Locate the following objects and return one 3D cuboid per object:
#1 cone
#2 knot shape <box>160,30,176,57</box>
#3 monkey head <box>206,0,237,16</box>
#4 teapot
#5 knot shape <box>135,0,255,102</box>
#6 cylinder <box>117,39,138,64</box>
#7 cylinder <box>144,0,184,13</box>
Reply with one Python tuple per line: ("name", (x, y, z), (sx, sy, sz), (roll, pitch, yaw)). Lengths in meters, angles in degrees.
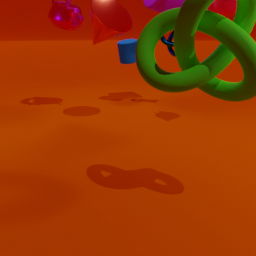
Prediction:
("cone", (-0.800, -3.054, 8.749), (1.381, 1.381, 1.387), (-16, -16, -39))
("knot shape", (1.758, -3.200, 10.356), (1.202, 1.124, 0.555), (7, 31, 13))
("monkey head", (2.711, -3.552, 7.454), (0.849, 1.014, 1.409), (-19, 6, -21))
("teapot", (-2.176, -4.005, 9.748), (1.948, 0.954, 1.211), (36, 35, 30))
("knot shape", (1.134, -1.264, 3.867), (1.888, 1.767, 0.873), (21, 33, 0))
("cylinder", (0.023, -3.019, 11.042), (0.802, 0.802, 0.802), (-7, 28, 4))
("cylinder", (1.400, -4.851, 10.286), (1.216, 1.216, 1.216), (8, 13, -30))
